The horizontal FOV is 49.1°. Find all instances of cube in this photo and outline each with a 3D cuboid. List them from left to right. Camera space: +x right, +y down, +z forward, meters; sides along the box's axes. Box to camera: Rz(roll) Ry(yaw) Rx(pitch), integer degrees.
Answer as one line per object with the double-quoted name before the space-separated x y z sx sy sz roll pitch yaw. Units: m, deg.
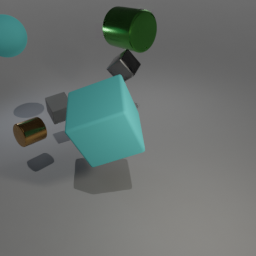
"cube" -2.351 -0.679 9.593 0.700 0.700 0.700 -22 59 -22
"cube" -0.529 -0.153 6.708 1.400 1.400 1.400 -18 44 10
"cube" -0.133 -2.010 9.189 0.700 0.700 0.700 -24 29 42

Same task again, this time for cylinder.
"cylinder" -2.828 0.108 8.098 0.700 0.700 0.700 25 35 35
"cylinder" 0.062 -3.489 9.901 1.400 1.400 1.400 -27 40 -37

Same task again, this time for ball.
"ball" -4.182 -3.130 9.566 1.400 1.400 1.400 0 31 0
